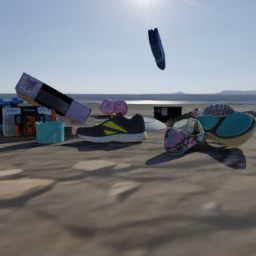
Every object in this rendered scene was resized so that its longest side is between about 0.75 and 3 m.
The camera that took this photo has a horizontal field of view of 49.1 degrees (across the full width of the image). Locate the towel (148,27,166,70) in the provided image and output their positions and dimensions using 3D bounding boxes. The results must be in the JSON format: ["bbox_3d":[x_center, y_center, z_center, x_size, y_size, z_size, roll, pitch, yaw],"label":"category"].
[{"bbox_3d":[1.473,-3.906,14.079,0.518,1.192,2.135,-8,-26,15],"label":"towel"}]

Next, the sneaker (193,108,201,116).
[{"bbox_3d":[4.758,-1.075,18.815,1.232,0.576,0.434,-6,9,-42],"label":"sneaker"}]

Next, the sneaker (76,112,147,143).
[{"bbox_3d":[-0.478,-0.045,8.241,2.075,0.878,0.773,0,6,-1],"label":"sneaker"}]

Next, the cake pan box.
[{"bbox_3d":[-2.964,-1.007,10.937,2.690,0.764,2.921,27,-9,-19],"label":"cake pan box"}]

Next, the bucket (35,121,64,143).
[{"bbox_3d":[-2.276,0.111,8.208,0.892,0.581,0.892,0,6,0],"label":"bucket"}]

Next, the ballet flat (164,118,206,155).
[{"bbox_3d":[1.500,0.148,7.093,0.730,0.751,2.111,4,7,32],"label":"ballet flat"}]

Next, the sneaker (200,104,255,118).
[{"bbox_3d":[3.841,-0.300,11.122,2.724,1.018,1.117,8,-8,-27],"label":"sneaker"}]

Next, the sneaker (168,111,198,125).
[{"bbox_3d":[2.673,-0.433,12.668,1.764,0.666,0.621,3,7,22],"label":"sneaker"}]

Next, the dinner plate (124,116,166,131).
[{"bbox_3d":[0.320,-0.254,11.824,2.583,0.313,2.583,2,10,0],"label":"dinner plate"}]

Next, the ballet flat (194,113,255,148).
[{"bbox_3d":[2.626,0.087,7.461,0.917,0.917,2.639,-2,6,-15],"label":"ballet flat"}]

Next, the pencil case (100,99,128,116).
[{"bbox_3d":[-1.005,-1.403,19.155,1.158,1.158,2.648,-3,9,-26],"label":"pencil case"}]

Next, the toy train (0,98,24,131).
[{"bbox_3d":[-5.320,-0.501,10.958,1.689,1.281,2.956,-5,3,22],"label":"toy train"}]

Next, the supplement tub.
[{"bbox_3d":[-3.312,-0.248,9.434,1.647,1.009,1.009,-3,7,-23],"label":"supplement tub"}]

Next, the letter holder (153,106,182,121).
[{"bbox_3d":[2.167,-0.833,15.848,1.542,0.776,1.096,0,5,-2],"label":"letter holder"}]
